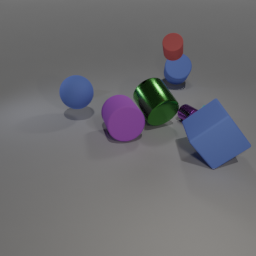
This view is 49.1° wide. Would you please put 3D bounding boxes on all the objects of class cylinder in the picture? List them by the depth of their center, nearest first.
[{"bbox_3d":[1.563,-2.806,9.717,0.700,0.700,0.700,7,-14,13],"label":"cylinder"},{"bbox_3d":[-0.219,-0.404,10.658,1.400,1.400,1.400,-7,26,-13],"label":"cylinder"},{"bbox_3d":[1.109,-1.050,11.231,1.400,1.400,1.400,-13,54,-22],"label":"cylinder"},{"bbox_3d":[2.565,-0.565,11.787,0.700,0.700,0.700,-14,31,-25],"label":"cylinder"},{"bbox_3d":[2.697,-3.213,15.375,1.400,1.400,1.400,3,-3,5],"label":"cylinder"}]

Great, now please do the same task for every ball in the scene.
[{"bbox_3d":[-2.133,-1.483,11.641,1.400,1.400,1.400,0,28,0],"label":"ball"}]

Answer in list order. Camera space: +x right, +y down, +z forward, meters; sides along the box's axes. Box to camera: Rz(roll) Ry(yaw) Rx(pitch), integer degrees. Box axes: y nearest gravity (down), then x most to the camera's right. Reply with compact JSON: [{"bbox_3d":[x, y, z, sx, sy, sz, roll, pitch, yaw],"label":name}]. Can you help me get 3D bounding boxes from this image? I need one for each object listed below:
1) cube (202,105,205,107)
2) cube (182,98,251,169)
[{"bbox_3d":[2.915,-0.297,10.732,0.700,0.700,0.700,35,58,8],"label":"cube"},{"bbox_3d":[2.820,0.175,9.116,1.400,1.400,1.400,-36,22,18],"label":"cube"}]
